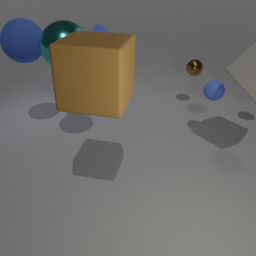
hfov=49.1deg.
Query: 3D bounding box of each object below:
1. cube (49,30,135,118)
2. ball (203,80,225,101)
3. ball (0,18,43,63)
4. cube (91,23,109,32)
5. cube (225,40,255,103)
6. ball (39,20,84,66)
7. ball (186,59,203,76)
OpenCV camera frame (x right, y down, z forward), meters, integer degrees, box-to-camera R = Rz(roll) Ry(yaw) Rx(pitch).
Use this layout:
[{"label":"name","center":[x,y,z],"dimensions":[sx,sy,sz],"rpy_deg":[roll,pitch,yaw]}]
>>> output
[{"label":"cube","center":[-0.667,-1.189,5.952],"dimensions":[1.400,1.400,1.400],"rpy_deg":[7,31,10]},{"label":"ball","center":[2.935,-1.278,9.544],"dimensions":[0.700,0.700,0.700],"rpy_deg":[0,32,0]},{"label":"ball","center":[-3.402,-2.820,9.086],"dimensions":[1.400,1.400,1.400],"rpy_deg":[0,32,0]},{"label":"cube","center":[-1.085,-3.668,12.958],"dimensions":[1.400,1.400,1.400],"rpy_deg":[28,15,-52]},{"label":"cube","center":[3.926,-1.706,8.058],"dimensions":[1.400,1.400,1.400],"rpy_deg":[52,32,10]},{"label":"ball","center":[-1.814,-2.344,8.030],"dimensions":[1.400,1.400,1.400],"rpy_deg":[0,32,0]},{"label":"ball","center":[2.824,-2.560,11.895],"dimensions":[0.700,0.700,0.700],"rpy_deg":[0,32,0]}]
